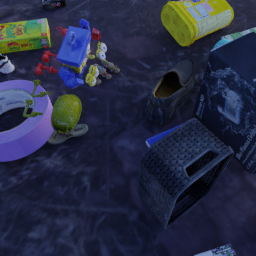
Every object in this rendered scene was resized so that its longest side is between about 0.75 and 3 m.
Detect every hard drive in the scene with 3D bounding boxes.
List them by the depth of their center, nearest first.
[{"bbox_3d":[1.475,0.466,8.109,1.611,0.204,1.063,-23,58,-15],"label":"hard drive"}]

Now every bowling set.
[{"bbox_3d":[-0.824,-2.039,9.569,0.599,0.777,1.116,36,66,21],"label":"bowling set"}]

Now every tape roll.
[{"bbox_3d":[-3.419,-0.277,8.131,2.476,0.812,2.476,-3,52,3],"label":"tape roll"}]

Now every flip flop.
[{"bbox_3d":[-1.806,0.111,8.263,1.266,0.364,0.513,-15,56,-10],"label":"flip flop"}]

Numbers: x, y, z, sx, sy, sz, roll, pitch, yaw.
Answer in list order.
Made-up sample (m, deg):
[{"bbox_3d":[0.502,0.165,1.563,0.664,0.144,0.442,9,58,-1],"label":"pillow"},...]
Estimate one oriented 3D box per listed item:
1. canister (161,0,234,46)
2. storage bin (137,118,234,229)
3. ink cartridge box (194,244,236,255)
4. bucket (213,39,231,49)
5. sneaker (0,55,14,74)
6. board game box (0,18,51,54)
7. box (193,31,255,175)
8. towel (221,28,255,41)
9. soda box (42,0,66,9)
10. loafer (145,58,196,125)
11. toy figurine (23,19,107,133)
[{"bbox_3d":[2.724,-4.351,10.902,2.336,1.011,1.735,-28,74,-21],"label":"canister"},{"bbox_3d":[1.173,1.097,6.346,1.595,2.360,1.106,-32,61,-21],"label":"storage bin"},{"bbox_3d":[2.099,3.438,5.868,0.917,0.424,1.683,-14,55,-9],"label":"ink cartridge box"},{"bbox_3d":[3.436,-2.484,9.648,1.121,1.121,0.729,-28,46,-19],"label":"bucket"},{"bbox_3d":[-4.784,-2.451,9.931,1.556,0.623,0.574,16,58,12],"label":"sneaker"},{"bbox_3d":[-4.179,-3.498,10.700,2.272,0.541,1.154,-10,55,-7],"label":"board game box"},{"bbox_3d":[3.283,-0.601,7.419,1.530,2.562,2.605,-27,59,-16],"label":"box"},{"bbox_3d":[4.984,-3.147,10.639,2.399,0.281,1.830,-19,57,-14],"label":"towel"},{"bbox_3d":[-3.231,-5.468,12.212,0.997,0.353,0.316,-12,58,-9],"label":"soda box"},{"bbox_3d":[1.501,-1.413,8.920,1.052,1.045,2.891,21,57,15],"label":"loafer"},{"bbox_3d":[-1.468,-1.505,6.358,1.506,1.711,2.856,19,74,-2],"label":"toy figurine"}]
